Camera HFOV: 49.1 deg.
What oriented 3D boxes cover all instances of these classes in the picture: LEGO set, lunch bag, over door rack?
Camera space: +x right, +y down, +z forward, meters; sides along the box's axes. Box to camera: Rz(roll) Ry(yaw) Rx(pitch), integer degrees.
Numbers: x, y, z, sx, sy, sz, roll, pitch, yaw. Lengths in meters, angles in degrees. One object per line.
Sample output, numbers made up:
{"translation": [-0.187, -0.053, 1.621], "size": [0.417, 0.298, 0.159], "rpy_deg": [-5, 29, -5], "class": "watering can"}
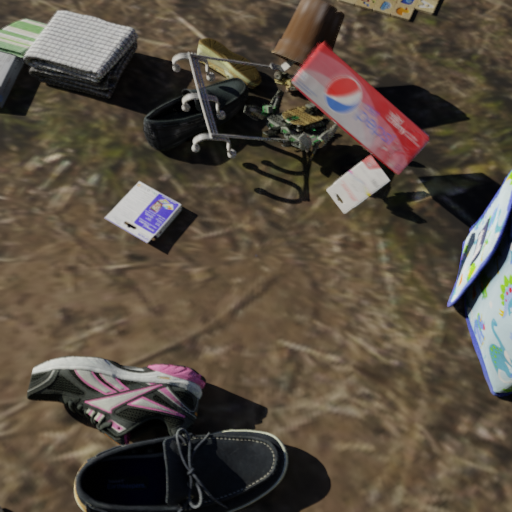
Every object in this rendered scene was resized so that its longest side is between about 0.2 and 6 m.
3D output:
{"translation": [0.891, -2.705, 11.011], "size": [1.940, 0.846, 2.987], "rpy_deg": [16, 40, 14], "class": "LEGO set"}
{"translation": [4.138, 0.352, 8.508], "size": [1.849, 2.467, 2.901], "rpy_deg": [-6, 62, -5], "class": "lunch bag"}
{"translation": [-0.252, -2.965, 11.038], "size": [2.606, 0.868, 1.925], "rpy_deg": [-9, 76, -26], "class": "over door rack"}

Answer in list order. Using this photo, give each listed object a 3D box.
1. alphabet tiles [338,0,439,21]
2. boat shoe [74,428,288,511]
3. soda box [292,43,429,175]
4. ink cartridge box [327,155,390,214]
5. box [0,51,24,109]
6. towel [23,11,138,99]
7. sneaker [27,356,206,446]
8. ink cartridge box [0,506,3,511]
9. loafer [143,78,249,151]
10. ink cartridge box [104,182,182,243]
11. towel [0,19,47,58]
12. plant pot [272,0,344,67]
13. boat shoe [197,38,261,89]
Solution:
{"translation": [3.245, -6.733, 13.835], "size": [2.697, 0.085, 2.244], "rpy_deg": [21, 63, 12], "class": "alphabet tiles"}
{"translation": [-1.039, 3.056, 7.843], "size": [3.061, 0.953, 1.142], "rpy_deg": [-4, 63, -6], "class": "boat shoe"}
{"translation": [1.794, -2.542, 9.758], "size": [2.472, 0.784, 0.865], "rpy_deg": [38, 106, -7], "class": "soda box"}
{"translation": [1.584, -1.104, 8.841], "size": [0.885, 0.299, 0.515], "rpy_deg": [-37, 90, 1], "class": "ink cartridge box"}
{"translation": [-6.187, -3.906, 12.089], "size": [1.847, 0.380, 1.440], "rpy_deg": [7, 61, 5], "class": "box"}
{"translation": [-3.698, -4.350, 12.087], "size": [2.012, 0.861, 1.666], "rpy_deg": [17, 61, 11], "class": "towel"}
{"translation": [-2.125, 2.195, 8.300], "size": [2.662, 1.069, 1.149], "rpy_deg": [2, 62, 2], "class": "sneaker"}
{"translation": [-3.699, 4.050, 7.324], "size": [0.922, 0.917, 1.268], "rpy_deg": [-31, 65, -16], "class": "ink cartridge box"}
{"translation": [-1.171, -2.985, 11.282], "size": [2.442, 0.857, 0.829], "rpy_deg": [-34, 63, -18], "class": "loafer"}
{"translation": [-2.092, -0.782, 10.418], "size": [1.028, 0.225, 1.038], "rpy_deg": [30, 63, 16], "class": "ink cartridge box"}
{"translation": [-5.236, -4.911, 12.580], "size": [1.087, 0.167, 1.426], "rpy_deg": [19, 48, 10], "class": "towel"}
{"translation": [1.108, -4.376, 11.148], "size": [1.218, 1.218, 1.206], "rpy_deg": [29, 107, 15], "class": "plant pot"}
{"translation": [-0.614, -4.090, 12.183], "size": [1.679, 0.528, 0.612], "rpy_deg": [36, 45, 11], "class": "boat shoe"}
